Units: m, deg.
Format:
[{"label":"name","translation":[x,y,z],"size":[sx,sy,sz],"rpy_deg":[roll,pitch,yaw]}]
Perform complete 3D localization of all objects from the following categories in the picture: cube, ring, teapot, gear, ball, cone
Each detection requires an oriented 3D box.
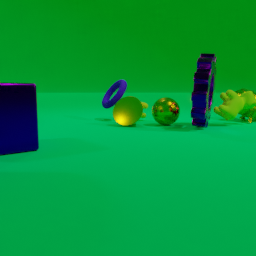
[{"label":"cube","translation":[-2.205,-0.185,4.615],"size":[1.096,1.096,1.096],"rpy_deg":[-6,10,-37]},{"label":"ring","translation":[-0.450,-1.104,9.082],"size":[0.223,1.117,1.117],"rpy_deg":[37,-9,-25]},{"label":"teapot","translation":[3.850,-0.675,8.910],"size":[1.182,0.931,1.901],"rpy_deg":[21,22,6]},{"label":"gear","translation":[1.971,-0.952,7.228],"size":[0.343,1.855,1.855],"rpy_deg":[8,10,21]},{"label":"ball","translation":[1.053,-0.463,7.790],"size":[0.780,0.780,0.780],"rpy_deg":[0,8,0]},{"label":"cone","translation":[0.121,-0.330,7.983],"size":[0.868,0.868,0.872],"rpy_deg":[3,-18,20]}]

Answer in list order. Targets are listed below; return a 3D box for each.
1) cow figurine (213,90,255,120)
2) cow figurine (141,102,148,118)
[{"label":"cow figurine","translation":[3.050,-0.612,7.806],"size":[1.074,1.091,0.599],"rpy_deg":[31,-14,-8]},{"label":"cow figurine","translation":[0.109,-0.667,9.241],"size":[1.108,0.618,1.126],"rpy_deg":[18,13,36]}]
